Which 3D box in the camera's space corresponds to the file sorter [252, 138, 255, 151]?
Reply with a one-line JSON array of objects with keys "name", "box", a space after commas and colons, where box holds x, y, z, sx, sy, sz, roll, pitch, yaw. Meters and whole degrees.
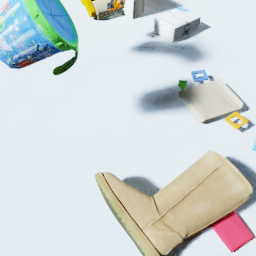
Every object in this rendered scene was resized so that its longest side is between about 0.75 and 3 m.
[{"name": "file sorter", "box": [4.053, 0.219, 6.897, 1.473, 0.904, 1.022, 23, 54, 18]}]

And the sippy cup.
[{"name": "sippy cup", "box": [-1.847, -1.809, 5.223, 1.318, 1.798, 1.412, -26, 6, 16]}]

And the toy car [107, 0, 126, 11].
[{"name": "toy car", "box": [-0.117, -4.020, 8.752, 0.516, 0.760, 1.550, 21, 0, -29]}]

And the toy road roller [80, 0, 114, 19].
[{"name": "toy road roller", "box": [-1.379, -5.390, 11.662, 1.198, 1.423, 1.950, -25, 90, -15]}]

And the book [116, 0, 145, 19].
[{"name": "book", "box": [-0.541, -6.046, 11.533, 0.699, 1.943, 2.908, -35, 58, -26]}]

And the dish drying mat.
[{"name": "dish drying mat", "box": [1.889, 1.774, 6.069, 0.656, 0.156, 1.709, -23, 53, -18]}]

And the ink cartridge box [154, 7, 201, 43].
[{"name": "ink cartridge box", "box": [1.852, -3.948, 10.618, 1.440, 0.618, 1.054, -32, 56, -23]}]

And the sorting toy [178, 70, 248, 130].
[{"name": "sorting toy", "box": [2.369, -0.762, 8.119, 1.405, 0.340, 2.495, -20, 52, -11]}]

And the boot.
[{"name": "boot", "box": [0.905, 1.264, 5.971, 2.596, 0.859, 2.274, -32, 70, -18]}]
